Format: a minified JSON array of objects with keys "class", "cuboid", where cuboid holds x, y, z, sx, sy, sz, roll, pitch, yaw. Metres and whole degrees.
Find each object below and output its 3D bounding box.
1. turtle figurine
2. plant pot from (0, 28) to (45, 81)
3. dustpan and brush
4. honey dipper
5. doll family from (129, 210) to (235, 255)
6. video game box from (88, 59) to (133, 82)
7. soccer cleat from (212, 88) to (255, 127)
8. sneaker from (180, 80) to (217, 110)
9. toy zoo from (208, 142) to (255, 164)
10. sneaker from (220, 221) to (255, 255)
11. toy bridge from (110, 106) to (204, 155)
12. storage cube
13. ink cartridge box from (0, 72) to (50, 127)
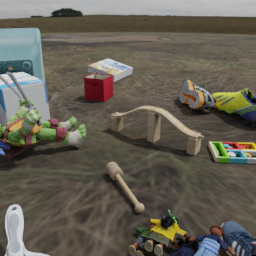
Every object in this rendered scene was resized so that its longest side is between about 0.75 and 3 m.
[{"class":"turtle figurine","cuboid":[-2.355,-0.396,7.419,2.401,2.476,1.782,11,-19,-36]},{"class":"plant pot","cuboid":[-4.821,-2.412,11.579,2.772,2.779,2.831,-8,31,-19]},{"class":"dustpan and brush","cuboid":[-1.411,1.995,3.568,1.776,0.728,2.544,-8,25,-19]},{"class":"honey dipper","cuboid":[-0.065,1.228,5.937,0.305,0.305,1.606,-10,27,-22]},{"class":"doll family","cuboid":[0.814,1.766,4.368,1.573,0.617,0.909,19,25,27]},{"class":"video game box","cuboid":[-0.967,-3.296,15.791,1.783,0.458,1.957,23,33,22]},{"class":"soccer cleat","cuboid":[3.986,-0.956,9.974,0.859,1.112,2.658,-9,25,-21]},{"class":"sneaker","cuboid":[2.734,-1.245,11.154,0.902,0.915,2.337,10,25,-11]},{"class":"toy zoo","cuboid":[2.979,0.645,7.464,1.462,0.150,0.959,1,23,3]},{"class":"sneaker","cuboid":[1.864,1.803,4.123,0.578,0.651,1.542,-4,23,-8]},{"class":"toy bridge","cuboid":[0.757,-0.090,8.113,2.989,1.005,0.407,15,27,33]},{"class":"storage cube","cuboid":[-1.253,-1.752,12.010,0.938,0.986,1.097,9,26,20]},{"class":"ink cartridge box","cuboid":[-3.818,-0.981,9.595,1.443,1.449,1.975,-19,30,-36]}]
